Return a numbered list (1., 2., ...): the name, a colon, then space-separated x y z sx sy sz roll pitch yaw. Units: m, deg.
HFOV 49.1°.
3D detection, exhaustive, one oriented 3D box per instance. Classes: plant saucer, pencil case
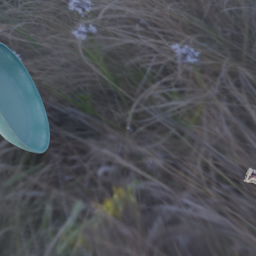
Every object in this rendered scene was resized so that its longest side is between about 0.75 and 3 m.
1. plant saucer: -2.790 -0.648 6.813 0.512 2.850 2.850 -20 56 3
2. pencil case: 3.319 1.278 6.866 0.887 0.345 0.397 17 65 12
